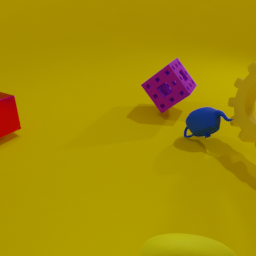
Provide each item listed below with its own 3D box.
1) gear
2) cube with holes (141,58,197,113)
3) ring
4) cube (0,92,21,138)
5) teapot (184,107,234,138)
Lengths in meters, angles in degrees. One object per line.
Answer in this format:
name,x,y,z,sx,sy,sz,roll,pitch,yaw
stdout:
gear,3.200,-0.564,6.298,0.381,2.062,2.062,7,25,-28
cube with holes,1.271,-1.309,8.568,1.066,1.066,1.066,-34,6,33
ring,0.766,1.705,3.591,1.242,1.242,0.248,5,47,9
cube,-3.583,-0.343,7.347,0.979,0.979,0.979,15,30,32
teapot,1.996,-0.108,7.175,0.902,1.451,0.710,11,60,-40
